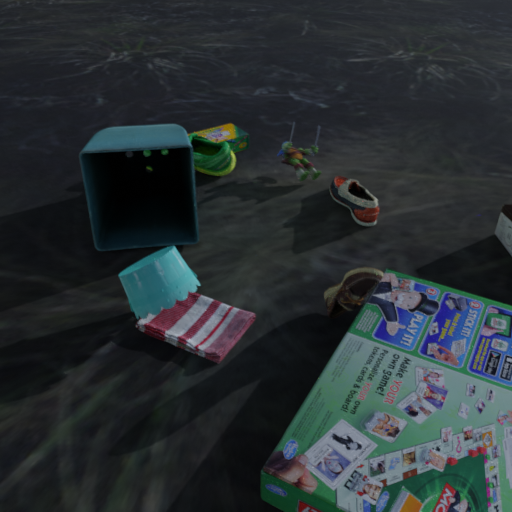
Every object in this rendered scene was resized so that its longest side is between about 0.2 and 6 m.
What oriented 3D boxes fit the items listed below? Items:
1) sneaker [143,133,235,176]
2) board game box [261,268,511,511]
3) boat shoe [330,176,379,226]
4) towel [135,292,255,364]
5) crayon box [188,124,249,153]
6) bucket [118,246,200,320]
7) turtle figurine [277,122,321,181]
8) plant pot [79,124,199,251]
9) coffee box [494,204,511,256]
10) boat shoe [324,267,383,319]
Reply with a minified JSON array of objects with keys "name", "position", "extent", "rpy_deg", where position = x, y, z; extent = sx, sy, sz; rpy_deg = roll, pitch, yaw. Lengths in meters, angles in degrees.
[{"name":"sneaker","position":[-1.791,-2.670,14.112],"extent":[2.546,1.064,0.943],"rpy_deg":[3,55,6]},{"name":"board game box","position":[2.544,2.088,7.936],"extent":[3.157,0.683,4.692],"rpy_deg":[19,40,23]},{"name":"boat shoe","position":[2.250,-1.406,12.857],"extent":[0.692,0.608,1.944],"rpy_deg":[-10,36,-11]},{"name":"towel","position":[-1.046,1.120,9.706],"extent":[1.738,0.198,1.252],"rpy_deg":[17,39,22]},{"name":"crayon box","position":[-1.084,-3.113,15.337],"extent":[1.557,0.454,0.925],"rpy_deg":[-22,41,-27]},{"name":"bucket","position":[-1.683,0.429,9.567],"extent":[1.253,0.815,1.253],"rpy_deg":[-25,11,5]},{"name":"turtle figurine","position":[1.142,-2.547,13.781],"extent":[1.287,0.926,1.248],"rpy_deg":[-34,67,18]},{"name":"plant pot","position":[-2.439,-1.811,12.238],"extent":[2.112,2.113,2.990],"rpy_deg":[-5,30,-7]},{"name":"coffee box","position":[5.699,-0.254,11.124],"extent":[1.067,0.753,1.887],"rpy_deg":[-3,36,-4]},{"name":"boat shoe","position":[1.604,0.667,9.354],"extent":[0.549,1.521,0.547],"rpy_deg":[18,61,-19]}]
